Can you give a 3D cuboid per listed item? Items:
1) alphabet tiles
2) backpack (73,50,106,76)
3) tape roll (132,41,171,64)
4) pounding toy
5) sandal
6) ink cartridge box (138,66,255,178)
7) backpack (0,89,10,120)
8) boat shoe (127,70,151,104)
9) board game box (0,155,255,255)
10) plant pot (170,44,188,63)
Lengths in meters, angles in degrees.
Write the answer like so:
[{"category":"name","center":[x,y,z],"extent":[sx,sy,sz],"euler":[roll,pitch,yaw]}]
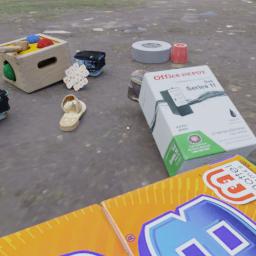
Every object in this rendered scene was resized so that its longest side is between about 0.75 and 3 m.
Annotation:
[{"category":"alphabet tiles","center":[-2.014,-1.995,10.878],"extent":[1.025,1.002,0.075],"euler":[-33,-15,11]},{"category":"backpack","center":[-1.717,-2.820,12.234],"extent":[1.274,0.936,1.166],"euler":[10,34,11]},{"category":"tape roll","center":[1.195,-3.909,14.314],"extent":[1.986,0.656,1.986],"euler":[-1,32,0]},{"category":"pounding toy","center":[-3.886,-2.748,10.913],"extent":[2.560,1.977,2.781],"euler":[27,45,37]},{"category":"sandal","center":[-1.790,-0.712,8.994],"extent":[0.762,0.684,2.078],"euler":[-1,31,-1]},{"category":"ink cartridge box","center":[1.567,-0.238,6.954],"extent":[1.917,1.086,2.615],"euler":[-11,56,-16]},{"category":"backpack","center":[-4.572,-0.742,8.576],"extent":[1.506,1.154,1.323],"euler":[24,35,16]},{"category":"boat shoe","center":[1.319,-0.790,8.814],"extent":[2.925,1.072,1.090],"euler":[28,27,5]},{"category":"board game box","center":[0.407,2.400,1.734],"extent":[2.844,2.843,2.845],"euler":[-15,34,-23]},{"category":"plant pot","center":[2.564,-3.727,13.901],"extent":[0.884,0.782,0.884],"euler":[0,30,0]}]
